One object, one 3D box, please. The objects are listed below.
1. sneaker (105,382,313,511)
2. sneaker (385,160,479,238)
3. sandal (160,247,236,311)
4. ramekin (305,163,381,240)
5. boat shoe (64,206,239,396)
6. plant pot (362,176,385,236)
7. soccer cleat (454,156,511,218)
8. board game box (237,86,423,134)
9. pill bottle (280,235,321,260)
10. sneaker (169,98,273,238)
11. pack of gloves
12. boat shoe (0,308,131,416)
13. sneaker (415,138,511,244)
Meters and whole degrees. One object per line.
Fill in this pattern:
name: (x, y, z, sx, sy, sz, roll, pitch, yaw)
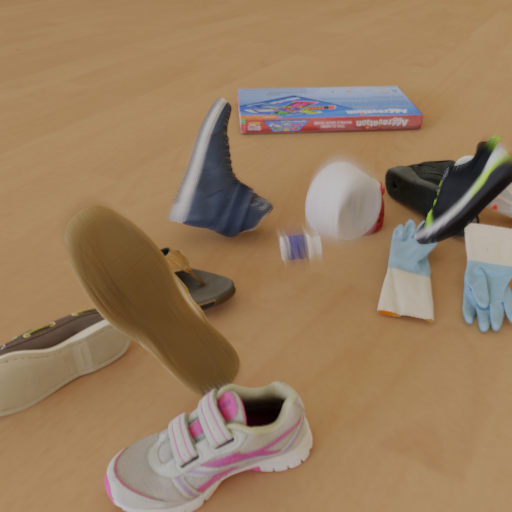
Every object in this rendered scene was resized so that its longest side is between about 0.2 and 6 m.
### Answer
sneaker: (-0.542, 2.172, 6.799, 2.645, 1.167, 1.076, -16, 38, -22)
sneaker: (4.108, -1.367, 12.046, 1.520, 1.015, 2.654, -19, 33, -15)
sandal: (-1.724, 0.197, 9.974, 2.935, 0.801, 1.199, 23, 41, 30)
ramekin: (1.531, -0.877, 9.524, 1.285, 1.285, 0.674, -21, 35, -27)
boat shoe: (-1.379, 0.609, 7.123, 1.049, 2.845, 0.984, -40, 17, -15)
plant pot: (2.165, -1.079, 11.701, 1.066, 0.971, 1.066, -1, 37, 0)
soccer cleat: (5.339, -1.264, 11.784, 2.609, 0.904, 1.012, 34, 30, 11)
board game box: (2.073, -4.466, 16.969, 5.222, 0.508, 2.688, -2, 33, -3)
pill bottle: (0.739, -0.149, 9.277, 0.660, 0.395, 0.395, -6, 35, 4)
sneaker: (-0.442, -1.668, 11.265, 1.896, 2.624, 0.998, 18, 1, -6)
pack of gloves: (3.504, 0.374, 10.182, 2.234, 0.525, 2.660, 11, 46, 14)
boat shoe: (-3.126, 1.464, 8.094, 2.589, 0.930, 0.771, -23, 36, -35)
sneaker: (3.114, -0.981, 8.617, 0.694, 1.937, 0.802, 0, 51, -46)
